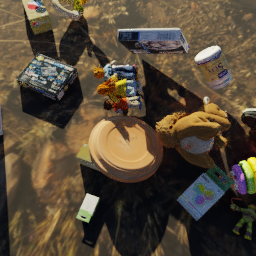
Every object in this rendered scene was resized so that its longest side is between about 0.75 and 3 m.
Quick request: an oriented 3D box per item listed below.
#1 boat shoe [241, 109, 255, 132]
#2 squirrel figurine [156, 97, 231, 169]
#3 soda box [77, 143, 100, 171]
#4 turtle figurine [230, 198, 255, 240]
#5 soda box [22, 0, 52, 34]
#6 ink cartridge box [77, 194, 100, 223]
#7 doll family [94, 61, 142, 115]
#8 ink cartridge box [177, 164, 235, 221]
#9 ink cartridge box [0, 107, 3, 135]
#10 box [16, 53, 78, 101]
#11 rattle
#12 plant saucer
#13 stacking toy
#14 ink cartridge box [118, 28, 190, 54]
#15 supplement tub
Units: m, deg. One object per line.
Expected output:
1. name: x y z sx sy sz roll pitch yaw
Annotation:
1. boat shoe: 5.055 0.278 9.483 2.737 0.983 0.926 36 63 15
2. squirrel figurine: 2.048 -0.124 8.776 2.254 1.595 2.104 8 40 28
3. soda box: -0.763 1.121 9.247 1.768 0.599 0.566 19 63 10
4. turtle figurine: 3.684 2.758 8.449 1.355 0.436 1.093 26 65 14
5. soda box: -4.255 -5.516 12.734 0.878 0.830 2.592 -20 64 -10
6. ink cartridge box: -1.233 2.502 8.701 0.419 0.239 0.808 18 63 10
7. doll family: -0.420 -1.796 10.378 1.658 1.203 2.671 -3 54 -6
8. ink cartridge box: 2.366 1.933 8.519 1.611 0.478 0.836 -47 68 6
9. ink cartridge box: -5.340 -0.623 9.410 1.431 1.979 1.457 -14 62 -6
10. box: -3.169 -2.025 11.052 1.882 0.433 1.496 22 64 12
11. rattle: -2.866 -5.853 12.147 2.283 1.631 1.487 31 61 -13
12. plant saucer: -0.029 0.573 9.312 2.532 0.409 2.532 8 53 -11
13. stacking toy: 3.764 1.537 8.764 2.684 1.473 1.558 -12 64 7
14. ink cartridge box: 1.048 -3.113 10.453 2.244 2.265 0.492 6 92 21
15. supplement tub: 3.103 -2.162 10.119 0.954 0.954 1.312 -44 114 -21
